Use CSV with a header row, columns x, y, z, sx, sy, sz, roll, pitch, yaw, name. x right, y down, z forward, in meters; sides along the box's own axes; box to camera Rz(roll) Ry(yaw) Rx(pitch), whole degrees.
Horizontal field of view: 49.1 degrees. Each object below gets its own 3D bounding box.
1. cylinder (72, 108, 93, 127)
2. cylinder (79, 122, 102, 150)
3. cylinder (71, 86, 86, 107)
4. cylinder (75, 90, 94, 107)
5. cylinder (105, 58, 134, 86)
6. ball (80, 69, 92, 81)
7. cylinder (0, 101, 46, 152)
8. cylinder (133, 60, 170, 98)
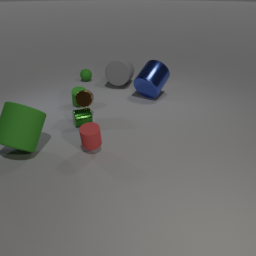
x,y,z,sx,sy,sz,roll,pitch,yaw,name
-1.883,-0.443,11.564,0.700,0.700,0.700,-11,30,-18,cylinder
-1.277,0.280,9.596,0.700,0.700,0.700,-3,38,2,cylinder
-2.299,-1.487,13.235,0.700,0.700,0.700,4,48,-4,cylinder
-1.806,-1.240,11.747,0.700,0.700,0.700,0,9,-1,cylinder
-0.436,-3.168,15.727,1.400,1.400,1.400,5,19,10,cylinder
-2.481,-3.150,16.582,0.700,0.700,0.700,0,28,0,ball
-3.649,-0.021,9.480,1.400,1.400,1.400,15,-7,2,cylinder
1.196,-2.460,14.132,1.400,1.400,1.400,18,60,30,cylinder
